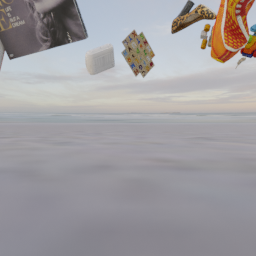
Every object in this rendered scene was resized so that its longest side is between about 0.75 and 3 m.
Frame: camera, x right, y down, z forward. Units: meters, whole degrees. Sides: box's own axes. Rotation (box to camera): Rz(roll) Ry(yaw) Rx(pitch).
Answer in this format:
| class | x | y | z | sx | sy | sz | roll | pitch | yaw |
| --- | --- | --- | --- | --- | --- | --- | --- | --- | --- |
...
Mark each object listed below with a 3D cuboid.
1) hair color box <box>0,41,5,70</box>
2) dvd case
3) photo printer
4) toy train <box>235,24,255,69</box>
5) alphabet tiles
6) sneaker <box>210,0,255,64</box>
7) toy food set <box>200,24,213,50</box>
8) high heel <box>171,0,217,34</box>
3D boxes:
| class | x | y | z | sx | sy | sz | roll | pitch | yaw |
| --- | --- | --- | --- | --- | --- | --- | --- | --- | --- |
| hair color box | -3.478 | -2.541 | 6.572 | 0.730 | 2.383 | 1.210 | -9 | -24 | 28 |
| dvd case | -2.225 | -2.995 | 5.822 | 2.079 | 2.796 | 0.223 | -9 | 26 | 18 |
| photo printer | -1.188 | -2.841 | 11.695 | 1.287 | 1.071 | 0.447 | -29 | 49 | -24 |
| toy train | 3.793 | -2.584 | 8.839 | 0.576 | 1.361 | 0.788 | 34 | -15 | 43 |
| alphabet tiles | 0.429 | -2.856 | 10.829 | 0.053 | 1.681 | 1.399 | 6 | 49 | 49 |
| sneaker | 2.391 | -2.696 | 6.608 | 0.910 | 2.494 | 0.962 | 25 | -19 | -7 |
| toy food set | 2.302 | -2.645 | 7.855 | 0.462 | 0.435 | 0.967 | 12 | -18 | 17 |
| high heel | 2.262 | -3.653 | 9.777 | 0.646 | 1.290 | 1.810 | 20 | 22 | -36 |
